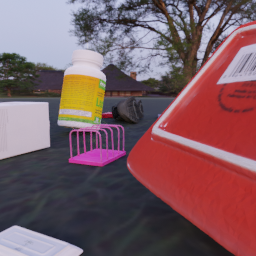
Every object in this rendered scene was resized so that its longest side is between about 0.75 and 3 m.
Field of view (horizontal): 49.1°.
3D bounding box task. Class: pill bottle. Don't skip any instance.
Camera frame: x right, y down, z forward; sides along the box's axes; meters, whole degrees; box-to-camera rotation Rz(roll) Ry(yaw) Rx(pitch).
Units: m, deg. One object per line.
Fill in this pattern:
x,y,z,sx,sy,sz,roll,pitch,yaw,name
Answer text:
-1.379,-1.133,8.693,1.297,2.336,1.297,7,-3,0,pill bottle

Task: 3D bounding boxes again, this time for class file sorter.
-0.566,0.282,5.417,0.704,0.635,1.013,3,8,24,file sorter

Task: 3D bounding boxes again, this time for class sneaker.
-0.133,-0.666,11.754,1.307,1.093,2.879,-8,-1,12,sneaker

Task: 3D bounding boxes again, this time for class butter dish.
1.609,0.156,2.708,1.834,2.475,2.482,44,-10,-24,butter dish

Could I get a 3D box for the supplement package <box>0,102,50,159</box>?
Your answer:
-2.630,0.007,5.863,1.037,1.050,1.732,4,9,29,supplement package

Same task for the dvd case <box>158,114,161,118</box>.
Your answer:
2.475,-0.505,12.922,2.163,0.173,1.609,1,8,5,dvd case

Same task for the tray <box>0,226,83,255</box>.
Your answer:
-0.825,0.980,2.318,0.821,0.091,0.441,4,10,28,tray

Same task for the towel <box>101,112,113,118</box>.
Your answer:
-0.593,-0.677,14.094,1.342,0.209,1.856,-1,6,9,towel
